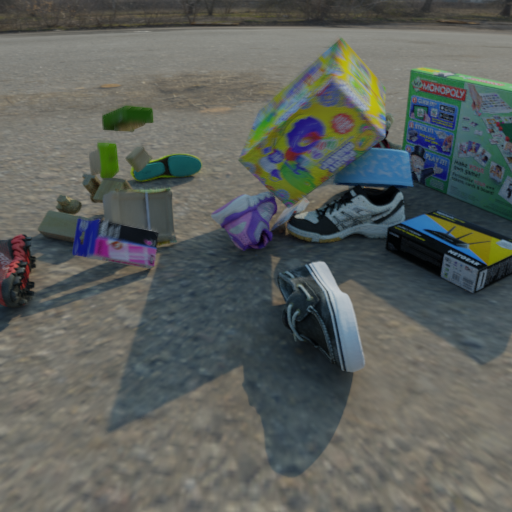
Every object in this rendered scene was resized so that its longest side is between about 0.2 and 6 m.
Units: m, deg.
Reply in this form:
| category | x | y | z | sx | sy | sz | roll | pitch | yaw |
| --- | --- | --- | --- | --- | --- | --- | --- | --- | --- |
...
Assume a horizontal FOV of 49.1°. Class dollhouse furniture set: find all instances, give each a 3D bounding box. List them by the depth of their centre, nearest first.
| category | x | y | z | sx | sy | sz | roll | pitch | yaw |
| --- | --- | --- | --- | --- | --- | --- | --- | --- | --- |
| dollhouse furniture set | -2.549 | -1.514 | 11.261 | 1.392 | 2.785 | 1.075 | -7 | 4 | -36 |
| dollhouse furniture set | -3.481 | -0.767 | 12.131 | 1.461 | 1.251 | 1.536 | 11 | 65 | 20 |

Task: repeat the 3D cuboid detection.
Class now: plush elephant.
| category | x | y | z | sx | sy | sz | roll | pitch | yaw |
| --- | --- | --- | --- | --- | --- | --- | --- | --- | --- |
| plush elephant | 3.399 | -3.365 | 15.762 | 1.491 | 1.401 | 1.810 | -12 | 30 | -21 |

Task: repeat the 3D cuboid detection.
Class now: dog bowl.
| category | x | y | z | sx | sy | sz | roll | pitch | yaw |
| --- | --- | --- | --- | --- | --- | --- | --- | --- | --- |
| dog bowl | 2.636 | -1.946 | 12.662 | 1.687 | 0.750 | 3.027 | 4 | 7 | 10 |

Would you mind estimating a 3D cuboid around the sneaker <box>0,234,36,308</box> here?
| category | x | y | z | sx | sy | sz | roll | pitch | yaw |
| --- | --- | --- | --- | --- | --- | --- | --- | --- | --- |
| sneaker | -4.394 | 0.300 | 9.628 | 1.052 | 0.761 | 2.153 | -8 | 27 | -16 |

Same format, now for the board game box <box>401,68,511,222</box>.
| category | x | y | z | sx | sy | sz | roll | pitch | yaw |
| --- | --- | --- | --- | --- | --- | --- | --- | --- | --- |
| board game box | 5.083 | -2.603 | 12.915 | 0.598 | 2.766 | 4.110 | -16 | 33 | -27 |

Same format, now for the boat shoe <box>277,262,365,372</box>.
| category | x | y | z | sx | sy | sz | roll | pitch | yaw |
| --- | --- | --- | --- | --- | --- | --- | --- | --- | --- |
| boat shoe | 0.883 | 0.939 | 8.445 | 0.976 | 0.992 | 2.753 | -12 | 20 | -3 |

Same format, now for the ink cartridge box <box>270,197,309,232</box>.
| category | x | y | z | sx | sy | sz | roll | pitch | yaw |
| --- | --- | --- | --- | --- | --- | --- | --- | --- | --- |
| ink cartridge box | 0.713 | -0.826 | 11.880 | 0.694 | 0.215 | 0.856 | -32 | 19 | 46 |

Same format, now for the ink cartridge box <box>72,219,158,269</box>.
| category | x | y | z | sx | sy | sz | roll | pitch | yaw |
| --- | --- | --- | --- | --- | --- | --- | --- | --- | --- |
| ink cartridge box | -2.547 | -0.235 | 10.222 | 1.467 | 0.695 | 0.272 | 11 | -19 | -24 |

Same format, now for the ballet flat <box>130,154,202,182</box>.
| category | x | y | z | sx | sy | sz | roll | pitch | yaw |
| --- | --- | --- | --- | --- | --- | --- | --- | --- | --- |
| ballet flat | -2.399 | -2.361 | 14.790 | 1.879 | 0.628 | 0.630 | -12 | 21 | -18 |

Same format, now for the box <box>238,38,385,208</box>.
| category | x | y | z | sx | sy | sz | roll | pitch | yaw |
| --- | --- | --- | --- | --- | --- | --- | --- | --- | --- |
| box | 1.246 | -2.790 | 11.792 | 2.558 | 1.560 | 2.464 | -35 | 24 | 33 |

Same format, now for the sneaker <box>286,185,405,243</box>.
| category | x | y | z | sx | sy | sz | roll | pitch | yaw |
| --- | --- | --- | --- | --- | --- | --- | --- | --- | --- |
| sneaker | 1.848 | -0.955 | 11.628 | 2.498 | 1.095 | 0.945 | -6 | 30 | -7 |

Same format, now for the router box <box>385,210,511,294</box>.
| category | x | y | z | sx | sy | sz | roll | pitch | yaw |
| --- | --- | --- | --- | --- | --- | --- | --- | --- | --- |
| router box | 3.786 | -0.161 | 10.707 | 1.566 | 0.536 | 2.099 | -19 | 34 | -31 |

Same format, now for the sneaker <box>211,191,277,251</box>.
| category | x | y | z | sx | sy | sz | roll | pitch | yaw |
| --- | --- | --- | --- | --- | --- | --- | --- | --- | --- |
| sneaker | -0.053 | -0.650 | 11.337 | 0.958 | 1.053 | 2.381 | -32 | -1 | 20 |
